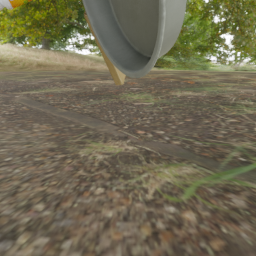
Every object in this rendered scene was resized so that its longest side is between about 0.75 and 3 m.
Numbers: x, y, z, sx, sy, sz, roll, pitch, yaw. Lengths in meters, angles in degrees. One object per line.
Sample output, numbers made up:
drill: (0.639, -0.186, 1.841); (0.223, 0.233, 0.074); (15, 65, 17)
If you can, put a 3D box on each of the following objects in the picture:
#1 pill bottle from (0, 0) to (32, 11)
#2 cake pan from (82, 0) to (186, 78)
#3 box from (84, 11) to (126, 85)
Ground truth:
pill bottle: (-3.350, -3.935, 8.164); (1.337, 0.743, 0.743); (-29, 19, -7)
cake pan: (-0.076, -2.142, 4.069); (0.513, 2.800, 2.800); (-23, 21, -18)
box: (-0.368, -2.779, 7.829); (0.271, 2.080, 2.545); (4, -30, 19)
